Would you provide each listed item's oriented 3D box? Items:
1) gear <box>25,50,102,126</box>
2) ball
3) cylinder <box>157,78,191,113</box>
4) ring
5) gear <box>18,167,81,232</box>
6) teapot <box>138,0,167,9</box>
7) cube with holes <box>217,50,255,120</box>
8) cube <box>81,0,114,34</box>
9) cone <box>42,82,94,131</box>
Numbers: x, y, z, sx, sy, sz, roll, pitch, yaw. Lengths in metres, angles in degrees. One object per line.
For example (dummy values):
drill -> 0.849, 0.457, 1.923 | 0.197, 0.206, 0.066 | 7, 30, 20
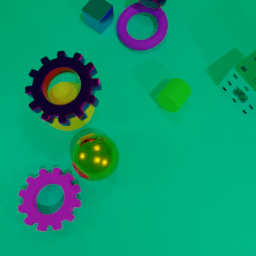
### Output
gear -> -1.695, -1.052, 7.396 | 1.959, 0.362, 1.959 | -1, 78, 7
ball -> -0.872, 0.778, 7.525 | 1.291, 1.291, 1.291 | 0, 76, 0
cylinder -> 1.332, -0.946, 8.087 | 0.732, 0.732, 0.732 | 38, 69, 9
ring -> 0.451, -3.251, 8.917 | 1.653, 0.331, 1.653 | -1, 79, 7
gear -> -2.117, 1.925, 7.615 | 1.654, 0.306, 1.654 | -1, 67, 2
teapot -> 0.721, -3.950, 8.070 | 0.936, 1.506, 0.737 | 17, 95, -3
cube with holes -> 3.708, -1.320, 8.009 | 1.354, 1.354, 1.354 | -36, 79, -8
cube -> -0.944, -3.602, 8.904 | 0.719, 0.719, 0.719 | 35, 79, 8
cone -> -1.750, -0.897, 7.719 | 1.580, 1.586, 1.580 | 1, 73, -4
